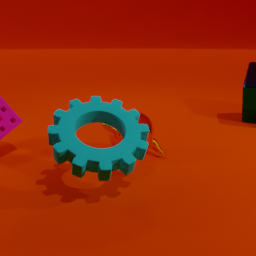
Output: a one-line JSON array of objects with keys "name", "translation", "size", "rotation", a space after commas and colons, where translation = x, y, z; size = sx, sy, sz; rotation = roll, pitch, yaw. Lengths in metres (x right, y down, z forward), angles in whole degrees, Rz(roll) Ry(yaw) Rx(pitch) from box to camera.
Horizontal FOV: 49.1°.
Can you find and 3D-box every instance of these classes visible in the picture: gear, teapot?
[{"name": "gear", "translation": [-0.443, 0.101, 4.361], "size": [1.515, 0.280, 1.515], "rotation": [6, 45, -6]}, {"name": "teapot", "translation": [0.144, 0.192, 5.665], "size": [1.522, 0.946, 0.745], "rotation": [25, 20, -23]}]

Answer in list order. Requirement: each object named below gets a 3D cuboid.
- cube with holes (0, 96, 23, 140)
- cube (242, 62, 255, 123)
[{"name": "cube with holes", "translation": [-2.893, -0.129, 5.750], "size": [0.833, 0.833, 0.833], "rotation": [-14, 29, 50]}, {"name": "cube", "translation": [4.026, -0.987, 7.962], "size": [1.295, 1.295, 1.295], "rotation": [7, 46, 27]}]
